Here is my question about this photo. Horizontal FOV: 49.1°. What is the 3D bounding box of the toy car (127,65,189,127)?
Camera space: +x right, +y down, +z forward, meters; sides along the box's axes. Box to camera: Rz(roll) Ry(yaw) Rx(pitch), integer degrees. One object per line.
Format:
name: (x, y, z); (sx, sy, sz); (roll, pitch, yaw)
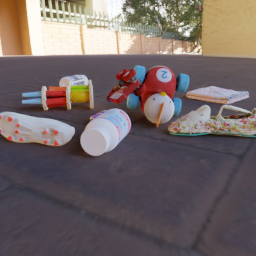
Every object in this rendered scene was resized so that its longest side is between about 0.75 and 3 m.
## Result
toy car: (1.041, -0.921, 9.196); (1.894, 1.817, 2.055); (9, 29, -8)

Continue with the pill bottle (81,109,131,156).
pill bottle: (-0.557, 0.094, 7.131); (0.880, 0.880, 1.618); (5, 19, 16)

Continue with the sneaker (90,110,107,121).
sneaker: (-0.638, -0.196, 8.788); (0.786, 0.500, 1.379); (-24, 22, -40)

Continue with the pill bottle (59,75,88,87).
pill bottle: (-2.753, -2.294, 14.469); (0.847, 0.847, 1.489); (9, 20, 25)

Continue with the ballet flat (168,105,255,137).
ballet flat: (2.565, -0.245, 8.186); (2.748, 0.878, 1.039); (1, 15, 4)

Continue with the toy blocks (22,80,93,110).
toy blocks: (-2.789, -1.361, 11.438); (2.652, 0.963, 2.210); (-3, 19, -9)

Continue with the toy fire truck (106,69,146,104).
toy fire truck: (-0.161, -1.189, 8.534); (1.089, 0.727, 1.297); (-42, 24, -11)

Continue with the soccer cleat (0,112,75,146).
soccer cleat: (-2.558, 0.033, 7.661); (2.248, 0.779, 0.872); (12, 16, 13)

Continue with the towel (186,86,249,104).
towel: (4.214, -1.589, 13.121); (2.131, 0.360, 2.231); (17, 24, 42)
